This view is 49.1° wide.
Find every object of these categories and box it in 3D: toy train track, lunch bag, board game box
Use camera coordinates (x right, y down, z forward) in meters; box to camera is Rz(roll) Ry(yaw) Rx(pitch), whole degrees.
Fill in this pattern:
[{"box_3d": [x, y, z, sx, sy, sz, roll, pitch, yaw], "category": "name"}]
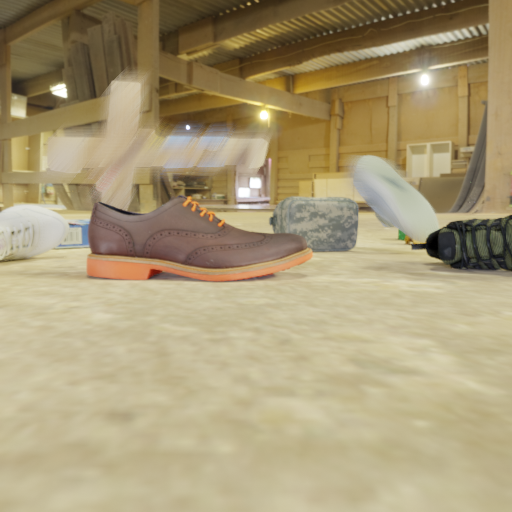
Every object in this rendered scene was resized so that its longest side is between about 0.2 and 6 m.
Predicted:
[{"box_3d": [-1.337, -1.585, 9.014, 3.770, 2.162, 0.613, -8, 35, -34], "category": "toy train track"}, {"box_3d": [1.244, -0.721, 12.078, 1.683, 1.172, 1.411, -2, 11, -14], "category": "lunch bag"}, {"box_3d": [-4.043, -0.608, 13.955, 2.752, 0.597, 2.739, -4, 6, -36], "category": "board game box"}]

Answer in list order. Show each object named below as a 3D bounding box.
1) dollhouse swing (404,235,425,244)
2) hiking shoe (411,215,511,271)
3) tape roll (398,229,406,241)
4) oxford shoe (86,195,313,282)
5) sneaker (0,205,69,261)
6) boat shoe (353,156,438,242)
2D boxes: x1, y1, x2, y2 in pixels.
[{"box_3d": [4.003, -0.316, 13.514, 0.668, 0.587, 0.607, 0, -36, 1], "category": "dollhouse swing"}, {"box_3d": [3.415, -0.109, 8.277, 1.306, 0.983, 2.595, -12, 0, -15], "category": "hiking shoe"}, {"box_3d": [4.496, -0.575, 15.182, 1.270, 0.305, 1.270, 0, 6, 0], "category": "tape roll"}, {"box_3d": [-0.790, -0.273, 7.783, 3.173, 1.151, 1.130, 0, 6, -2], "category": "oxford shoe"}, {"box_3d": [-4.310, -0.201, 9.357, 1.342, 1.009, 2.695, 24, 24, 40], "category": "sneaker"}, {"box_3d": [2.855, -1.070, 11.708, 0.821, 2.352, 0.838, -19, -31, -26], "category": "boat shoe"}]
